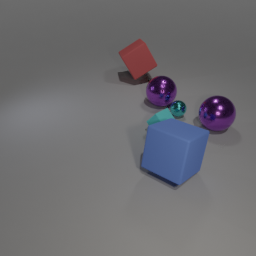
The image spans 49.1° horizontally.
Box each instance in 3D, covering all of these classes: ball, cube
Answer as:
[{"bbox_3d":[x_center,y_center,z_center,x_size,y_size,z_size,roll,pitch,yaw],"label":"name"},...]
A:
[{"bbox_3d":[3.468,-0.568,10.921,1.400,1.400,1.400,0,32,0],"label":"ball"},{"bbox_3d":[1.510,-1.661,12.675,1.400,1.400,1.400,0,32,0],"label":"ball"},{"bbox_3d":[1.443,0.648,8.592,1.400,1.400,1.400,22,24,33],"label":"cube"},{"bbox_3d":[0.504,-3.656,14.805,1.400,1.400,1.400,-31,27,7],"label":"cube"},{"bbox_3d":[2.134,-0.828,11.888,0.700,0.700,0.700,0,32,0],"label":"ball"},{"bbox_3d":[1.278,-0.215,10.625,0.700,0.700,0.700,-26,81,-36],"label":"cube"}]
